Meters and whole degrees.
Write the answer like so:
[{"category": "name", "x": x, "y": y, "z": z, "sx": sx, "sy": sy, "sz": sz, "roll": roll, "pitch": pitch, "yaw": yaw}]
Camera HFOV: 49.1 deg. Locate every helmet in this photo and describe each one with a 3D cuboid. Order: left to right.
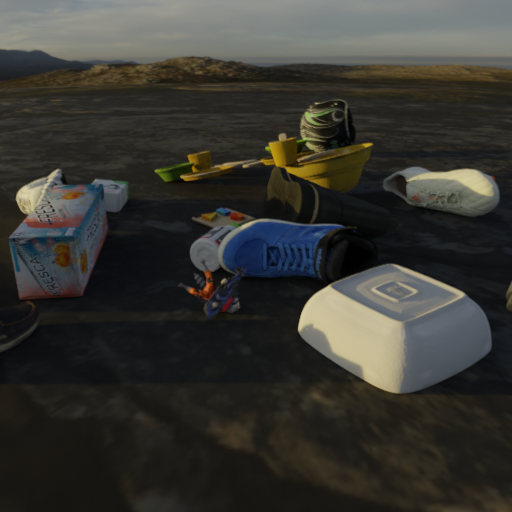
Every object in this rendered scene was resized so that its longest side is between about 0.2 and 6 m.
[{"category": "helmet", "x": 2.445, "y": -4.453, "z": 19.586, "sx": 1.798, "sy": 1.886, "sz": 1.886, "roll": -6, "pitch": 19, "yaw": 21}]

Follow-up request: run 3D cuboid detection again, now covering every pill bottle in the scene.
[{"category": "pill bottle", "x": -0.704, "y": -0.184, "z": 10.493, "sx": 0.646, "sy": 0.646, "sz": 1.167, "roll": 8, "pitch": 23, "yaw": 20}]

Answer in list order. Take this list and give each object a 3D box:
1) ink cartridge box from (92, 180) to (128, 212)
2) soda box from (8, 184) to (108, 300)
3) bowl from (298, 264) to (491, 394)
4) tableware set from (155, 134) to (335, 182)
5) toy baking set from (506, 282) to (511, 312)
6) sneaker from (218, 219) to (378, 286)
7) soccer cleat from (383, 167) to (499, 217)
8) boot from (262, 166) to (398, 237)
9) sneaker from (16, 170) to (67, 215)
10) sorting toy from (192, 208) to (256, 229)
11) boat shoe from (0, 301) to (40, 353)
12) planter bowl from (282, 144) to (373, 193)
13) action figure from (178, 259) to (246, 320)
[{"category": "ink cartridge box", "x": -3.703, "y": -1.506, "z": 13.917, "sx": 0.852, "sy": 0.490, "sz": 1.167, "roll": 4, "pitch": 21, "yaw": -4}, {"category": "soda box", "x": -3.516, "y": -0.396, "z": 10.360, "sx": 1.043, "sy": 1.122, "sz": 3.280, "roll": -3, "pitch": 22, "yaw": -6}, {"category": "bowl", "x": 1.920, "y": 0.833, "z": 7.773, "sx": 2.179, "sy": 0.815, "sz": 2.182, "roll": -16, "pitch": 28, "yaw": -32}, {"category": "tableware set", "x": -0.507, "y": -2.722, "z": 15.378, "sx": 3.192, "sy": 0.727, "sz": 4.738, "roll": -23, "pitch": 18, "yaw": -40}, {"category": "toy baking set", "x": 5.079, "y": 0.663, "z": 8.944, "sx": 1.955, "sy": 0.296, "sz": 2.547, "roll": 14, "pitch": 26, "yaw": 24}, {"category": "sneaker", "x": 0.793, "y": -0.036, "z": 9.594, "sx": 2.685, "sy": 1.030, "sz": 1.493, "roll": -1, "pitch": 12, "yaw": -21}, {"category": "soccer cleat", "x": 4.357, "y": -1.531, "z": 13.438, "sx": 1.256, "sy": 1.122, "sz": 3.238, "roll": -14, "pitch": 18, "yaw": -19}, {"category": "boot", "x": 1.486, "y": -1.066, "z": 12.506, "sx": 2.231, "sy": 1.250, "sz": 3.226, "roll": 10, "pitch": 18, "yaw": -15}, {"category": "sneaker", "x": -4.906, "y": -1.216, "z": 12.834, "sx": 1.133, "sy": 1.050, "sz": 2.795, "roll": -16, "pitch": 20, "yaw": -10}, {"category": "sorting toy", "x": -0.570, "y": -0.808, "z": 12.617, "sx": 1.138, "sy": 0.227, "sz": 1.540, "roll": -18, "pitch": 27, "yaw": -38}, {"category": "boat shoe", "x": -3.766, "y": 0.970, "z": 7.548, "sx": 0.700, "sy": 0.689, "sz": 1.880, "roll": 13, "pitch": 25, "yaw": 29}, {"category": "planter bowl", "x": 1.901, "y": -2.136, "z": 14.543, "sx": 2.473, "sy": 1.030, "sz": 2.473, "roll": -14, "pitch": 13, "yaw": 3}, {"category": "action figure", "x": -0.580, "y": 0.487, "z": 8.694, "sx": 0.969, "sy": 0.937, "sz": 0.507, "roll": -46, "pitch": -5, "yaw": -11}]
